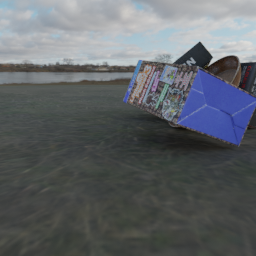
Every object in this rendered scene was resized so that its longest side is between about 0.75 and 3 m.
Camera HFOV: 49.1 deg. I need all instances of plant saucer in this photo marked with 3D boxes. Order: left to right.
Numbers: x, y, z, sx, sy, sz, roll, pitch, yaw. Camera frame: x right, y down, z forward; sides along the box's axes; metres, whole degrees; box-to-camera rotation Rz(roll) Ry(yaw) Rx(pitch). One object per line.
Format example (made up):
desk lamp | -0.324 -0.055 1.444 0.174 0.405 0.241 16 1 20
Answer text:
plant saucer | 2.253 -0.955 8.156 0.457 2.656 2.656 40 2 -14

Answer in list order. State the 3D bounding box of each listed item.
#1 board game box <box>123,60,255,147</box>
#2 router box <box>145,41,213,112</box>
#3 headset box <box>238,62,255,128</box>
board game box | 1.270 -0.619 6.247 1.806 1.097 2.265 18 7 -30
router box | 1.576 -1.658 9.929 2.755 0.719 2.166 -38 -4 8
headset box | 3.296 -1.041 8.580 0.878 1.739 2.340 14 5 -23
